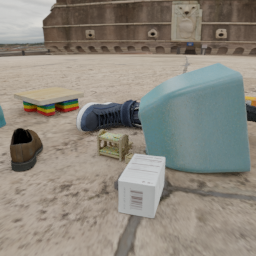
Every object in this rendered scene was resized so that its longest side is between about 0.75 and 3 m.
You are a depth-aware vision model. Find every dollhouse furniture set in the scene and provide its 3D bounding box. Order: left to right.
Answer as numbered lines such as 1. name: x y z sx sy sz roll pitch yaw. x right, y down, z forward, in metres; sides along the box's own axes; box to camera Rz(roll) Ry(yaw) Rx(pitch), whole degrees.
1. dollhouse furniture set: -0.017 0.418 8.465 1.389 0.772 1.228 11 21 29

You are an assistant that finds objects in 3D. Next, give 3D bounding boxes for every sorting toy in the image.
1. sorting toy: -3.739 -1.272 13.348 2.374 0.831 2.388 16 24 40

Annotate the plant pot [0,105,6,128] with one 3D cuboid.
1. plant pot: -5.541 -0.662 10.972 1.292 1.214 1.292 1 19 0

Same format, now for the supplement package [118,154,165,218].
1. supplement package: 0.335 1.205 6.130 0.781 0.778 1.331 5 19 15

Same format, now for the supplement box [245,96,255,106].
1. supplement box: 5.257 -1.218 13.508 1.959 0.674 0.652 14 22 31

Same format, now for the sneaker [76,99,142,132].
1. sneaker: -0.437 -0.432 10.513 2.009 1.057 2.781 8 19 31

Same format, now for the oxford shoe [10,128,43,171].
1. oxford shoe: -3.016 0.372 8.363 0.823 0.956 2.265 -7 18 -14

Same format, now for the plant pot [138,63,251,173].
1. plant pot: 1.691 -0.213 7.972 2.595 2.547 2.540 -11 18 8

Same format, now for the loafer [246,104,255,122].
1. loafer: 4.084 -0.461 9.530 1.839 0.625 0.646 28 66 20
